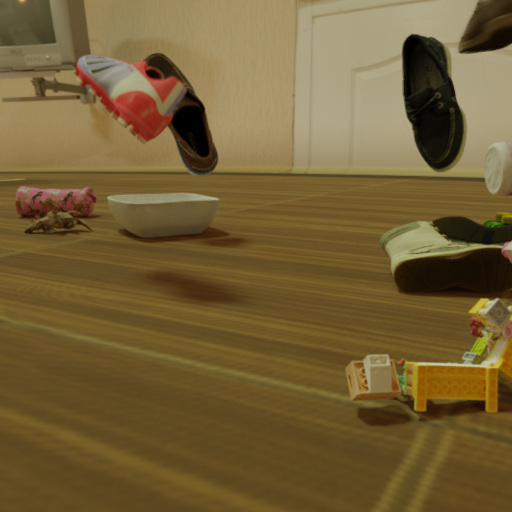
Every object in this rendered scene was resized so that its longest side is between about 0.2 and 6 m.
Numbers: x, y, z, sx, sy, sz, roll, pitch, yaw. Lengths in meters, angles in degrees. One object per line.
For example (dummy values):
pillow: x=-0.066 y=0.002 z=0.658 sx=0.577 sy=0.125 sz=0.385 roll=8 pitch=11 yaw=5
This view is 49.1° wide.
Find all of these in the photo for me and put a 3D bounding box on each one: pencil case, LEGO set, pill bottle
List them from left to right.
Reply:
pencil case: x=-5.748 y=-1.555 z=16.104 sx=2.157 sy=0.893 sz=0.933 roll=1 pitch=54 yaw=4
LEGO set: x=1.714 y=0.785 z=4.815 sx=2.176 sy=1.001 sz=0.810 roll=-32 pitch=3 yaw=-12
pill bottle: x=3.120 y=-0.980 z=6.131 sx=1.056 sy=0.593 sz=0.593 roll=-4 pitch=11 yaw=2

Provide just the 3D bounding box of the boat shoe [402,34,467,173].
boat shoe: x=3.682 y=-3.399 z=12.042 sx=1.086 sy=3.275 sz=1.224 roll=17 pitch=-21 yaw=-39

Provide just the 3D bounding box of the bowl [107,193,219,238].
bowl: x=-2.213 y=-0.994 z=13.343 sx=2.298 sy=0.858 sz=2.294 roll=-7 pitch=14 yaw=-29

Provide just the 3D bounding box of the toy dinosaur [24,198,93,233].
toy dinosaur: x=-4.660 y=-0.832 z=13.340 sx=1.478 sy=0.634 sz=1.002 roll=9 pitch=-23 yaw=-30

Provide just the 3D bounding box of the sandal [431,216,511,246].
sandal: x=3.643 y=-0.103 z=9.003 sx=2.390 sy=0.652 sz=0.977 roll=3 pitch=53 yaw=47

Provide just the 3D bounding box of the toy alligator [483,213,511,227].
toy alligator: x=4.893 y=-0.449 z=11.085 sx=0.612 sy=0.669 sz=2.255 roll=2 pitch=12 yaw=9

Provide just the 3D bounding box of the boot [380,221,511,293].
boot: x=2.948 y=-0.041 z=8.470 sx=1.974 sy=0.711 sz=1.526 roll=-3 pitch=21 yaw=4

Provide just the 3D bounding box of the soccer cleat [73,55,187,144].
soccer cleat: x=-1.944 y=-2.594 z=8.524 sx=0.894 sy=1.025 sz=2.680 roll=44 pitch=1 yaw=-46

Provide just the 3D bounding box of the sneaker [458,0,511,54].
sneaker: x=4.087 y=-4.075 z=9.604 sx=0.790 sy=0.847 sz=2.242 roll=-3 pitch=8 yaw=1

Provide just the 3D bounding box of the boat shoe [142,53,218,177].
boat shoe: x=-1.569 y=-3.175 z=12.017 sx=1.052 sy=2.911 sz=1.054 roll=-29 pitch=-1 yaw=-14
